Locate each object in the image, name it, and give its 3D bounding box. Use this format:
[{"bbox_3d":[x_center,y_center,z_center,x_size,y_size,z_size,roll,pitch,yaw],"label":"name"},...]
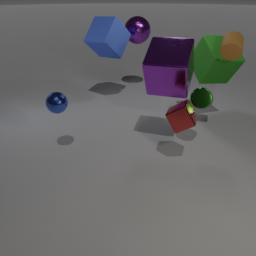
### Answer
[{"bbox_3d":[3.577,-2.779,11.450,1.400,1.400,1.400,-4,60,-20],"label":"cube"},{"bbox_3d":[3.488,-2.752,9.383,0.700,0.700,0.700,9,52,17],"label":"cylinder"},{"bbox_3d":[2.503,-0.993,9.462,0.700,0.700,0.700,11,6,20],"label":"cylinder"},{"bbox_3d":[0.493,-5.147,14.749,1.400,1.400,1.400,0,27,0],"label":"ball"},{"bbox_3d":[-2.288,-0.811,9.004,0.700,0.700,0.700,0,27,0],"label":"ball"},{"bbox_3d":[1.378,-2.002,9.294,1.400,1.400,1.400,9,56,17],"label":"cube"},{"bbox_3d":[1.672,-0.362,8.712,0.700,0.700,0.700,-24,14,27],"label":"cube"},{"bbox_3d":[-0.964,-4.297,13.336,1.400,1.400,1.400,16,-11,35],"label":"cube"}]
